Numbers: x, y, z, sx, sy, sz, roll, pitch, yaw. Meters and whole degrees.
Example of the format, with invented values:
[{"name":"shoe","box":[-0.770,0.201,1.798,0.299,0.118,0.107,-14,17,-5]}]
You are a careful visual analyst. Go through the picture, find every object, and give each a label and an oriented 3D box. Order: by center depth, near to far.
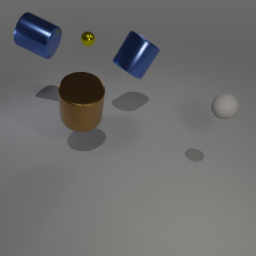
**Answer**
[{"name":"ball","box":[2.591,-0.577,7.473,0.700,0.700,0.700,0,32,0]},{"name":"cylinder","box":[-1.472,-0.812,8.912,1.400,1.400,1.400,5,55,-7]},{"name":"cylinder","box":[0.317,-2.880,11.121,1.400,1.400,1.400,32,14,-9]},{"name":"cylinder","box":[-3.619,-3.712,11.332,1.400,1.400,1.400,25,34,-3]},{"name":"ball","box":[-1.871,-4.166,13.127,0.700,0.700,0.700,0,32,0]}]
